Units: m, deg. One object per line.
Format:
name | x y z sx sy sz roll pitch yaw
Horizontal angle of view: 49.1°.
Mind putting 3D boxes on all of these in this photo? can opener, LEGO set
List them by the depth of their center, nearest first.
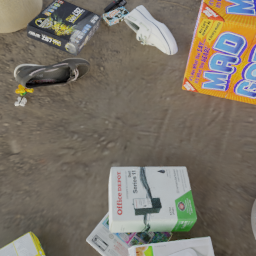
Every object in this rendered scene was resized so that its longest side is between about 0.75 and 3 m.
LEGO set | -3.281 -1.310 9.259 0.518 0.482 1.263 13 62 8
can opener | -0.561 -5.097 11.564 1.122 0.356 0.441 -38 67 -21

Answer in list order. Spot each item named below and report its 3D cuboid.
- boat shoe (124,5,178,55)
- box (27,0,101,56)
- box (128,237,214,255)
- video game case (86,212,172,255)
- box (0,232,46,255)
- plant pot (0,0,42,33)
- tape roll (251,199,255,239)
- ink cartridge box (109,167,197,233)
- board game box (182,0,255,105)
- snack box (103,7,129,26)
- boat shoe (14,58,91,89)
boat shoe | 0.770 -3.456 10.363 0.931 1.026 2.789 -30 53 -2
box | -2.182 -3.623 9.927 1.838 0.560 2.281 24 48 -2
box | 1.011 3.357 6.161 1.799 0.870 1.587 -2 63 -9
video game case | 0.042 2.741 7.024 1.624 0.192 1.478 34 65 18
box | -2.266 3.778 6.203 1.426 0.588 2.430 -28 61 -16
plant pot | -4.829 -5.349 10.128 2.529 2.700 2.529 -2 67 5
tape roll | 4.431 2.394 6.867 2.496 0.824 2.496 0 59 0
ink cartridge box | 0.527 1.772 7.029 2.003 0.832 1.468 0 52 -6
board game box | 3.593 -2.924 8.761 2.937 2.937 2.939 13 60 8
snack box | -0.463 -4.534 11.331 0.973 0.180 0.565 -30 64 -16
boat shoe | -2.254 -1.669 8.963 2.564 0.857 0.731 -15 47 -33
